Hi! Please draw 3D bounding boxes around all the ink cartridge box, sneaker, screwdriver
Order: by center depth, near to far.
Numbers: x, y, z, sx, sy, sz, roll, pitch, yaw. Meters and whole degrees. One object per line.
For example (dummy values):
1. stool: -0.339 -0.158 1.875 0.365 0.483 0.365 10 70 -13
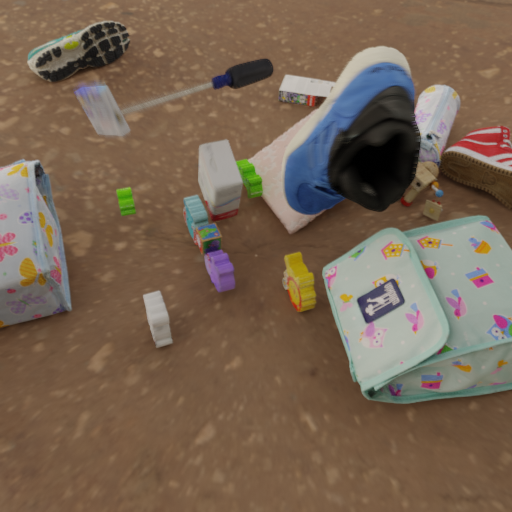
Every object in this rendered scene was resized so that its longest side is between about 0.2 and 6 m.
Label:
1. sneaker: 1.365 -1.298 8.848 1.345 3.504 1.949 13 53 -18
2. screwdriver: -0.928 -2.829 9.519 2.961 0.413 0.431 -29 47 -27
3. ink cartridge box: -0.692 -1.397 10.580 0.556 1.343 0.978 -15 71 -13
4. sneaker: 5.267 -1.797 11.542 2.603 0.927 1.464 33 55 22
5. ink cartridge box: 1.297 -4.070 13.903 1.363 0.343 0.742 12 50 9
6. sneaker: -4.691 -5.549 14.777 2.781 1.078 1.107 -28 46 -22

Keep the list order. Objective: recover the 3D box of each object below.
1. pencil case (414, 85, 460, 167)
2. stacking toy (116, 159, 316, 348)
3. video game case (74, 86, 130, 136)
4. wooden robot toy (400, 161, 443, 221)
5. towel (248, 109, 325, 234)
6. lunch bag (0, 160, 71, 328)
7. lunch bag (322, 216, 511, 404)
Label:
1. pencil case: 3.789 -2.795 12.313 0.971 1.059 2.335 18 50 17
2. stacking toy: -0.875 -0.223 10.204 2.778 0.866 3.684 -14 51 -15
3. video game case: -2.631 -2.478 9.575 0.916 0.830 0.208 16 51 45
4. wooden robot toy: 3.245 -1.646 11.379 0.912 0.885 2.009 -30 75 -35
5. towel: 1.021 -1.737 11.357 2.158 0.348 2.061 -36 59 0
6. lunch bag: -4.648 -0.237 9.608 2.454 1.840 2.894 -15 61 -11
7. lunch bag: 2.643 0.854 8.640 2.923 1.782 2.490 -8 48 -6
